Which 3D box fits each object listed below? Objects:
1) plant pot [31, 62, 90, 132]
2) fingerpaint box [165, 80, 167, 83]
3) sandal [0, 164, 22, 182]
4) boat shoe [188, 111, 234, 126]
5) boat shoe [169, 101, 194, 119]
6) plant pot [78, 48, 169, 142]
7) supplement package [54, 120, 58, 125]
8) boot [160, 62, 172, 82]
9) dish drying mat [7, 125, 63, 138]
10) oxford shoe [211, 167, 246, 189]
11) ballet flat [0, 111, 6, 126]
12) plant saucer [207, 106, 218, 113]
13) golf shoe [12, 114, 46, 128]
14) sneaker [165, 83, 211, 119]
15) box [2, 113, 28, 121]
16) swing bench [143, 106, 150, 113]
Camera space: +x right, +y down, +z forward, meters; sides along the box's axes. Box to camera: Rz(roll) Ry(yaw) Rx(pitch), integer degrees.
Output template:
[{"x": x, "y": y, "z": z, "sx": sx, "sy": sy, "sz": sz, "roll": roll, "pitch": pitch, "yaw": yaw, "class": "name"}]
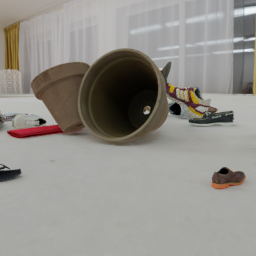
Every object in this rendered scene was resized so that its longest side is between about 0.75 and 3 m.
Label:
[{"x": -1.969, "y": -0.936, "z": 9.592, "sx": 2.162, "sy": 1.885, "sz": 2.162, "roll": -21, "pitch": -9, "yaw": -3, "class": "plant pot"}, {"x": 2.322, "y": -2.403, "z": 19.716, "sx": 0.876, "sy": 1.991, "sz": 2.387, "roll": 1, "pitch": 9, "yaw": 8, "class": "fingerpaint box"}, {"x": -2.577, "y": 0.811, "z": 5.140, "sx": 1.165, "sy": 0.250, "sz": 0.443, "roll": -1, "pitch": 9, "yaw": -5, "class": "sandal"}, {"x": 3.447, "y": -0.420, "z": 11.656, "sx": 2.048, "sy": 0.618, "sz": 0.774, "roll": -3, "pitch": 10, "yaw": -18, "class": "boat shoe"}, {"x": 2.616, "y": -1.093, "z": 14.630, "sx": 1.029, "sy": 1.008, "sz": 2.890, "roll": 3, "pitch": 12, "yaw": -12, "class": "boat shoe"}, {"x": 0.182, "y": -0.781, "z": 9.000, "sx": 2.742, "sy": 2.742, "sz": 2.379, "roll": 5, "pitch": -7, "yaw": 28, "class": "plant pot"}, {"x": -2.224, "y": -0.640, "z": 11.875, "sx": 1.631, "sy": 0.989, "sz": 0.977, "roll": -5, "pitch": 11, "yaw": -31, "class": "supplement package"}, {"x": 0.961, "y": -2.013, "z": 9.667, "sx": 0.936, "sy": 0.851, "sz": 0.340, "roll": 20, "pitch": 12, "yaw": 1, "class": "boot"}, {"x": -2.860, "y": 0.069, "z": 9.927, "sx": 0.951, "sy": 0.225, "sz": 2.478, "roll": 8, "pitch": 13, "yaw": 44, "class": "dish drying mat"}, {"x": 1.783, "y": 0.827, "z": 4.879, "sx": 0.831, "sy": 0.301, "sz": 0.296, "roll": -7, "pitch": 11, "yaw": -37, "class": "oxford shoe"}, {"x": -5.341, "y": -0.487, "z": 10.987, "sx": 1.020, "sy": 1.020, "sz": 2.835, "roll": -4, "pitch": 9, "yaw": -22, "class": "ballet flat"}, {"x": 3.956, "y": -1.029, "z": 15.620, "sx": 2.015, "sy": 0.369, "sz": 2.015, "roll": 7, "pitch": 14, "yaw": -2, "class": "plant saucer"}, {"x": -3.883, "y": -0.272, "z": 11.097, "sx": 0.709, "sy": 0.571, "sz": 1.457, "roll": 11, "pitch": 14, "yaw": 27, "class": "golf shoe"}, {"x": 2.043, "y": -1.194, "z": 9.769, "sx": 1.927, "sy": 0.868, "sz": 0.722, "roll": 42, "pitch": 33, "yaw": 26, "class": "sneaker"}, {"x": -5.630, "y": -0.536, "z": 13.514, "sx": 0.893, "sy": 0.260, "sz": 1.305, "roll": 5, "pitch": 10, "yaw": 28, "class": "box"}, {"x": -0.102, "y": -1.298, "z": 13.852, "sx": 2.590, "sy": 1.689, "sz": 2.604, "roll": 4, "pitch": 10, "yaw": 22, "class": "swing bench"}]
